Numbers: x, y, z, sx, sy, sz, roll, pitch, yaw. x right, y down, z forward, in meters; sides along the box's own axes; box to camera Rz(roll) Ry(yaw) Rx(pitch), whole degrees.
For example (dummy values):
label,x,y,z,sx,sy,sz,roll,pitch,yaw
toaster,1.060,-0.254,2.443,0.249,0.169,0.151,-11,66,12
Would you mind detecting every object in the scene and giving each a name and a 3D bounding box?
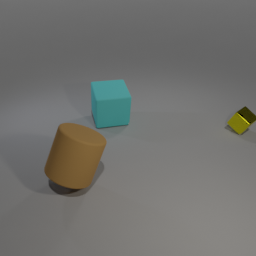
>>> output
label,x,y,z,sx,sy,sz,roll,pitch,yaw
cube,-0.734,-1.021,11.599,1.400,1.400,1.400,-7,41,-13
cube,4.508,-0.294,11.022,0.700,0.700,0.700,-28,67,-33
cylinder,-1.483,0.760,7.916,1.400,1.400,1.400,21,14,-5
